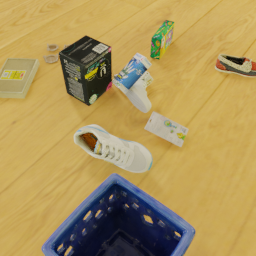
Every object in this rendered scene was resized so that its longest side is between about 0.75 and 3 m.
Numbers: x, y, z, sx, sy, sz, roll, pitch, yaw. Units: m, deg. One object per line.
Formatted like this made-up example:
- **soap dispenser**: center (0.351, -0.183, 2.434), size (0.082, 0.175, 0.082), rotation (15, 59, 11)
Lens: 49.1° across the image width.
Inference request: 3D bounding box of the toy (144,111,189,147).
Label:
- **toy**: center (1.490, 0.096, 10.955), size (1.562, 0.369, 0.899), rotation (25, 61, 7)

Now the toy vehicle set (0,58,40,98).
- **toy vehicle set**: center (-5.302, -2.400, 13.194), size (1.564, 0.334, 2.517), rotation (3, 50, 3)

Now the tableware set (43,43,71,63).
- **tableware set**: center (-3.501, -3.938, 14.569), size (1.833, 0.213, 1.531), rotation (-7, 50, -5)

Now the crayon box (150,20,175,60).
- **crayon box**: center (1.794, -4.584, 14.499), size (0.565, 1.151, 1.939), rotation (20, 52, 16)

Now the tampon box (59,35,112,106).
- **tampon box**: center (-1.713, -2.425, 11.968), size (1.404, 2.225, 1.667), rotation (31, 57, 22)

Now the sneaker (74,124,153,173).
- **sneaker**: center (-0.546, 0.803, 9.721), size (2.892, 1.106, 1.168), rotation (23, 14, 17)

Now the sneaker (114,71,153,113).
- **sneaker**: center (0.616, -1.828, 12.321), size (1.497, 0.955, 2.591), rotation (-26, 54, -17)

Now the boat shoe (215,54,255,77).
- **boat shoe**: center (5.473, -3.050, 13.473), size (2.433, 0.761, 0.866), rotation (10, 49, 7)

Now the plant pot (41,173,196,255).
- **plant pot**: center (-0.186, 3.213, 7.168), size (2.624, 2.359, 2.624), rotation (31, 56, 24)

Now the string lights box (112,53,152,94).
- **string lights box**: center (0.140, -2.259, 11.534), size (1.622, 0.478, 0.833), rotation (-48, 35, 4)
